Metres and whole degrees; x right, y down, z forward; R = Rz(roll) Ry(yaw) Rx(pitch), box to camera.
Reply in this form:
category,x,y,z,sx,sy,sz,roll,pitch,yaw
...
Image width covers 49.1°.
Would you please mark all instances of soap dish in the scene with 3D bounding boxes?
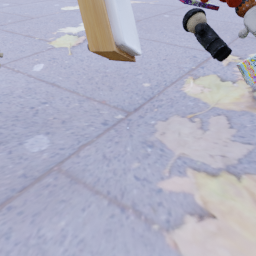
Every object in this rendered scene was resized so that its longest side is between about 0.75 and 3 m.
category,x,y,z,sx,sy,sz,roll,pitch,yaw
soap dish,-0.528,-3.003,7.387,1.012,2.492,1.961,-14,2,18

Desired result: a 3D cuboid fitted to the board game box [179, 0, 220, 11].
category,x,y,z,sx,sy,sz,roll,pitch,yaw
board game box,2.003,-3.669,8.157,1.171,0.189,0.703,2,40,-21

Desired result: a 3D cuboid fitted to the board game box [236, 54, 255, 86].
category,x,y,z,sx,sy,sz,roll,pitch,yaw
board game box,2.971,-1.407,6.014,1.043,0.547,0.537,-29,3,17

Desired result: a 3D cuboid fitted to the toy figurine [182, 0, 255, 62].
category,x,y,z,sx,sy,sz,roll,pitch,yaw
toy figurine,2.179,-2.559,5.523,1.977,2.009,1.397,-21,58,-8

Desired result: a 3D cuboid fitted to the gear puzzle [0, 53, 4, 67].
category,x,y,z,sx,sy,sz,roll,pitch,yaw
gear puzzle,-3.959,-1.361,6.875,1.419,0.359,2.741,8,37,-22
